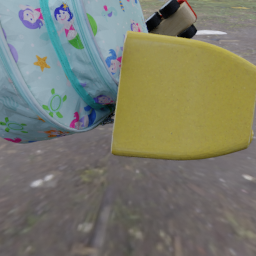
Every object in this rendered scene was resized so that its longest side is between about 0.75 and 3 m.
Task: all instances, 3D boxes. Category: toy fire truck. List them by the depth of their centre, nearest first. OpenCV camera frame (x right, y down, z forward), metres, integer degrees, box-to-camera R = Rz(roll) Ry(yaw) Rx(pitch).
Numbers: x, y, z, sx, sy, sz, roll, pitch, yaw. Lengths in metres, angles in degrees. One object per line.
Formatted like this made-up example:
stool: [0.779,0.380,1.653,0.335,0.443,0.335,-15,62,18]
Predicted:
toy fire truck: [0.973,-3.246,8.450,2.031,1.485,2.307,-30,22,34]

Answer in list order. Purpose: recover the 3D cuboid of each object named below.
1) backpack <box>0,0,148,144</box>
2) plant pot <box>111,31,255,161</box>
backpack: [-0.881,-1.107,3.945,2.056,2.425,2.731,-8,18,34]
plant pot: [0.814,-0.295,3.493,1.460,1.418,1.427,9,4,22]
